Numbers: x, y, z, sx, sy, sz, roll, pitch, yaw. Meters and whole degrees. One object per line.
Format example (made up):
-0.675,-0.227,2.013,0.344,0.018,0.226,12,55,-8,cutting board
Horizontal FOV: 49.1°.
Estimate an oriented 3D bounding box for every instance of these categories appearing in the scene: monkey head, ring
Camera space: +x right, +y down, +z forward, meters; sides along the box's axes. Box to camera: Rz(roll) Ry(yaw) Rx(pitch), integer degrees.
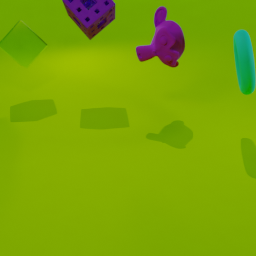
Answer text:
0.974,-2.464,8.287,1.385,1.925,1.160,-8,35,18,monkey head
3.040,-1.705,7.342,0.337,1.685,1.685,-8,29,19,ring

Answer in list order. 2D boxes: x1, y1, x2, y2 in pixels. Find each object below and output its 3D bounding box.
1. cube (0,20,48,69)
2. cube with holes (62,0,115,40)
-3.597,-2.864,9.589,1.128,1.128,1.128,-47,29,1,cube
-1.211,-3.799,8.990,1.149,1.149,1.149,-41,1,-2,cube with holes
